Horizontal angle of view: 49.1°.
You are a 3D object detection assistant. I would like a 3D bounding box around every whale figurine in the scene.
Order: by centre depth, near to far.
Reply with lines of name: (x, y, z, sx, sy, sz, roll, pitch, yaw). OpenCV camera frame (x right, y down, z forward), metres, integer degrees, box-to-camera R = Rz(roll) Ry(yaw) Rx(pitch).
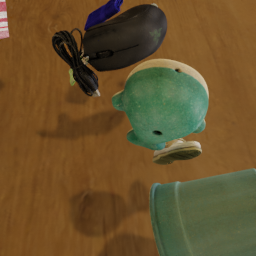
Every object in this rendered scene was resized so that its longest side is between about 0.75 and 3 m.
whale figurine: (0.500, -0.125, 4.934, 1.748, 2.197, 1.140, 18, 53, -2)

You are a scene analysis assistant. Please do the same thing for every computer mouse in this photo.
computer mouse: (-0.205, -1.937, 6.846, 2.800, 1.939, 0.738, -27, 43, 1)

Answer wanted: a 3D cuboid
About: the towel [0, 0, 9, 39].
towel: (-3.679, -3.135, 7.997, 0.128, 1.129, 0.813, 8, 25, 6)

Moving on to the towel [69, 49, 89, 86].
towel: (-1.335, -1.679, 7.549, 0.144, 0.937, 0.699, 22, 35, -32)

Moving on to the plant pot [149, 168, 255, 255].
plant pot: (1.505, 1.552, 4.720, 1.752, 1.789, 1.789, -21, 54, 17)

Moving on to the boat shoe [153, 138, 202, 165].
boat shoe: (1.033, 0.444, 6.184, 0.550, 1.471, 0.503, 21, 66, -25)

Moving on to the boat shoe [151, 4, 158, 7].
boat shoe: (0.769, -3.181, 8.357, 0.357, 1.010, 0.459, -15, 29, -1)

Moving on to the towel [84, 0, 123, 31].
towel: (-0.688, -3.131, 7.639, 1.163, 0.288, 0.858, -24, 35, 28)
